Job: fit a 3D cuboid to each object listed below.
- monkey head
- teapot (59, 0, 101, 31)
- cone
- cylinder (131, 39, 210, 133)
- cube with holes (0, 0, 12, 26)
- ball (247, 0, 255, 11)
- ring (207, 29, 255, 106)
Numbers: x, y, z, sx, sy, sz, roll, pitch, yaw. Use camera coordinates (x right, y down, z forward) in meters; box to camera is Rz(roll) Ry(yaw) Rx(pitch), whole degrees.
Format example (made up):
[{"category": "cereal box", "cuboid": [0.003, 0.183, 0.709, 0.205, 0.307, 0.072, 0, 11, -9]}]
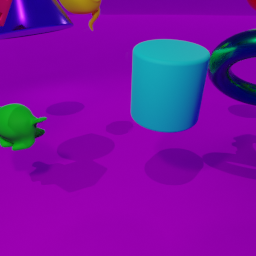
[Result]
[{"category": "monkey head", "cuboid": [-2.016, -0.079, 5.320, 1.368, 0.824, 0.984, 13, 20, 22]}, {"category": "teapot", "cuboid": [-1.013, -2.713, 5.662, 0.783, 1.598, 0.994, -14, 42, 32]}, {"category": "cone", "cuboid": [-1.849, -2.424, 4.773, 1.536, 1.542, 1.536, -9, 18, 3]}, {"category": "cylinder", "cuboid": [0.686, -0.754, 4.868, 1.244, 1.244, 1.244, 1, 33, -1]}, {"category": "cube with holes", "cuboid": [-1.850, -1.729, 3.147, 0.773, 0.773, 0.773, 37, 25, 9]}, {"category": "ball", "cuboid": [3.515, -3.453, 6.814, 1.250, 1.250, 1.250, 0, 24, 0]}, {"category": "ring", "cuboid": [2.332, -0.899, 4.620, 2.027, 0.405, 2.027, 17, -16, 5]}]
